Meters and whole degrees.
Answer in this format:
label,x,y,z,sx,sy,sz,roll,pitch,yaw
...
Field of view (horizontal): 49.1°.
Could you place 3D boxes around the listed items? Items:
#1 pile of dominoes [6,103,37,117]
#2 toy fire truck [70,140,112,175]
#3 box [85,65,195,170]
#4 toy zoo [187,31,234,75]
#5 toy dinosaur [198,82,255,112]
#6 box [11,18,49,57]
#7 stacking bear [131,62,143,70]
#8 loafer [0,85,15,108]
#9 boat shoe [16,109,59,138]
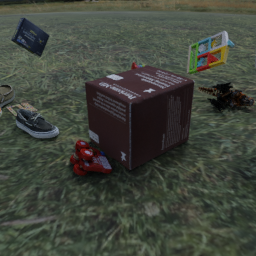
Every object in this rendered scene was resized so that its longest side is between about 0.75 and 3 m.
label,x,y,z,sx,sy,sz,roll,pitch,yaw
pile of dominoes,-4.969,-0.948,13.094,1.024,0.209,1.314,-23,37,-35
toy fire truck,-1.214,1.001,9.221,1.135,0.758,1.351,13,22,-29
box,0.435,-0.548,10.066,2.991,2.456,2.481,-22,36,-34
toy zoo,3.063,-2.825,10.511,0.196,1.258,1.918,19,-17,-36
toy dinosaur,4.626,-1.477,13.430,2.566,1.311,1.742,-2,6,33
box,-3.222,-3.001,9.318,0.270,0.836,1.060,14,-10,37
stacking bear,0.943,-3.519,17.194,1.363,0.775,0.828,-3,47,-26
loafer,-6.283,-1.551,13.367,1.065,0.986,2.832,1,29,1
boat shoe,-3.728,-0.217,11.172,2.241,0.795,0.808,16,33,26
